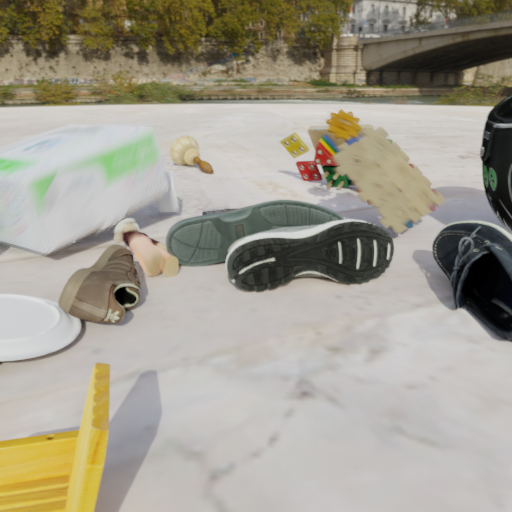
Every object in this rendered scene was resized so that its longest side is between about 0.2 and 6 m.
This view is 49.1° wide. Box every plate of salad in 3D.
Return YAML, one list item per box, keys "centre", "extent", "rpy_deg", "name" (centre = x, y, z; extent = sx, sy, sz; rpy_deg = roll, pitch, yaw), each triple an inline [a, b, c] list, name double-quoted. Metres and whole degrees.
- centre: [-2.549, 0.749, 5.658]
  extent: [1.480, 0.356, 1.480]
  rpy_deg: [10, 18, -3]
  name: "plate of salad"

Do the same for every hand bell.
- centre: [-1.643, -2.631, 15.540]
  extent: [0.908, 0.908, 1.744]
  rpy_deg: [-11, 34, -29]
  name: "hand bell"

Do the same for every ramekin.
- centre: [-1.697, -1.188, 10.486]
  extent: [0.381, 0.782, 0.782]
  rpy_deg: [-9, 19, -6]
  name: "ramekin"

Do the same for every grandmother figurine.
- centre: [-1.648, -0.159, 7.918]
  extent: [0.847, 0.423, 1.396]
  rpy_deg: [28, 6, -41]
  name: "grandmother figurine"

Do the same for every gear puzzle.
- centre: [1.954, -1.478, 9.410]
  extent: [1.238, 2.391, 0.313]
  rpy_deg: [-34, -11, -19]
  name: "gear puzzle"

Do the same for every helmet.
- centre: [4.776, -1.242, 8.187]
  extent: [2.686, 2.560, 2.686]
  rpy_deg: [-24, 20, 9]
  name: "helmet"

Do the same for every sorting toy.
- centre: [1.905, -2.130, 12.670]
  extent: [3.327, 1.604, 0.563]
  rpy_deg: [10, 50, 39]
  name: "sorting toy"

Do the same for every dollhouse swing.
- centre: [-1.312, 1.247, 3.165]
  extent: [1.013, 0.980, 1.114]
  rpy_deg: [-4, 20, -12]
  name: "dollhouse swing"

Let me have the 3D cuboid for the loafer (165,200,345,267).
- centre: [0.001, -0.387, 8.236]
  extent: [2.610, 0.938, 0.821]
  rpy_deg: [-4, 15, -4]
  name: "loafer"

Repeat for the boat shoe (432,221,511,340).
- centre: [2.602, 0.221, 6.372]
  extent: [0.784, 0.940, 2.520]
  rpy_deg: [2, 23, -12]
  name: "boat shoe"

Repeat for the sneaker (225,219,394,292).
- centre: [0.707, -0.086, 7.429]
  extent: [2.319, 0.857, 0.919]
  rpy_deg: [-4, 14, -10]
  name: "sneaker"

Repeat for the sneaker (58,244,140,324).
- centre: [-1.680, 0.389, 6.613]
  extent: [0.695, 0.648, 1.841]
  rpy_deg: [28, 15, -2]
  name: "sneaker"

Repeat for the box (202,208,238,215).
- centre: [-0.544, -0.480, 8.925]
  extent: [0.604, 0.361, 0.614]
  rpy_deg: [-7, 23, -3]
  name: "box"

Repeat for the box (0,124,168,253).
- centre: [-3.118, -1.185, 8.996]
  extent: [2.210, 1.211, 2.505]
  rpy_deg: [11, 32, 36]
  name: "box"
